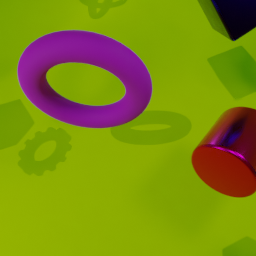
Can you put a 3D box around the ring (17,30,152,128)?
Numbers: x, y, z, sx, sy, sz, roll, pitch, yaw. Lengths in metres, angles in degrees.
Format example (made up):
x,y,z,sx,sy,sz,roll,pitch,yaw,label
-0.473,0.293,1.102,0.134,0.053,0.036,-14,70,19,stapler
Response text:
x,y,z,sx,sy,sz,roll,pitch,yaw,label
-0.653,-0.635,4.378,2.067,2.067,0.413,4,59,2,ring

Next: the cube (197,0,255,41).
x,y,z,sx,sy,sz,roll,pitch,yaw,label
1.872,-2.419,4.744,1.198,1.198,1.198,-32,25,16,cube

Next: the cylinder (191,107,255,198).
x,y,z,sx,sy,sz,roll,pitch,yaw,label
1.992,0.426,5.170,1.220,1.220,1.220,36,57,16,cylinder
